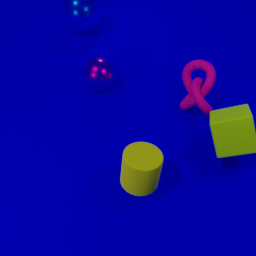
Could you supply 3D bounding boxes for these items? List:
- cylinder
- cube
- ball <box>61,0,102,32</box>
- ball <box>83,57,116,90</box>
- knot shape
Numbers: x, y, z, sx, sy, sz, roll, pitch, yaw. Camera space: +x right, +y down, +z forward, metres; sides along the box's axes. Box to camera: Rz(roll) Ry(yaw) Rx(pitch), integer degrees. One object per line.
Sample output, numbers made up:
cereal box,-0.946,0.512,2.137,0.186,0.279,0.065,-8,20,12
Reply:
cylinder,0.275,0.857,5.893,0.825,0.825,0.825,4,39,-3
cube,2.334,0.058,6.236,0.848,0.848,0.848,-11,18,20
ball,-1.566,-3.978,9.534,1.365,1.365,1.365,0,56,0
ball,-0.824,-1.574,8.136,0.959,0.959,0.959,0,56,0
knot shape,1.833,-1.096,7.380,0.672,1.362,1.455,-1,15,-8
